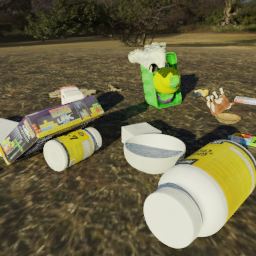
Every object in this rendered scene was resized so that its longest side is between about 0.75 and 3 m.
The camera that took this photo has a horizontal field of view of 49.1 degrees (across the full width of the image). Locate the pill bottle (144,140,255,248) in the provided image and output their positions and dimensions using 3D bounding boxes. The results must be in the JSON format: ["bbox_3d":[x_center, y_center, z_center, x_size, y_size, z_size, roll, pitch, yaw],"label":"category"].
[{"bbox_3d":[1.562,1.289,5.861,1.480,1.480,2.642,18,27,39],"label":"pill bottle"}]

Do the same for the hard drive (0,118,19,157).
[{"bbox_3d":[-4.775,0.212,10.246,2.981,0.398,1.966,11,23,28],"label":"hard drive"}]

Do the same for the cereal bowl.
[{"bbox_3d":[0.763,0.812,8.171,1.782,0.742,1.782,0,21,0],"label":"cereal bowl"}]

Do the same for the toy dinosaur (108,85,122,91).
[{"bbox_3d":[-0.956,-2.483,17.602,0.655,0.377,1.295,1,22,-46],"label":"toy dinosaur"}]

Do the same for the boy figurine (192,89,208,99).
[{"bbox_3d":[4.169,-1.990,16.063,1.165,0.375,0.724,-16,36,-39],"label":"boy figurine"}]

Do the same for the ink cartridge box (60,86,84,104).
[{"bbox_3d":[-2.384,-0.985,12.106,0.760,1.306,1.793,-10,23,-20],"label":"ink cartridge box"}]

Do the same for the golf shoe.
[{"bbox_3d":[0.676,-2.529,10.581,0.809,1.004,2.066,-13,8,-27],"label":"golf shoe"}]

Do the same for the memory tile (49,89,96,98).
[{"bbox_3d":[-3.225,-2.025,16.447,2.366,0.199,1.814,7,22,17],"label":"memory tile"}]

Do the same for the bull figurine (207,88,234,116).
[{"bbox_3d":[4.334,-1.205,13.188,0.599,1.116,1.838,-27,5,44],"label":"bull figurine"}]

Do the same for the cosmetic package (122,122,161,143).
[{"bbox_3d":[0.454,0.316,9.646,1.004,0.619,1.007,-11,23,-26],"label":"cosmetic package"}]

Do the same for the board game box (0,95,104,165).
[{"bbox_3d":[-2.341,0.028,8.680,2.164,0.742,2.618,-34,-5,40],"label":"board game box"}]

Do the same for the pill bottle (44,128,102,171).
[{"bbox_3d":[-1.624,0.582,8.516,0.939,0.939,1.644,14,25,33],"label":"pill bottle"}]

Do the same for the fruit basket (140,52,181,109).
[{"bbox_3d":[1.904,-2.365,13.794,2.063,2.861,2.861,-15,25,-34],"label":"fruit basket"}]

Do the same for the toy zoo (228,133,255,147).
[{"bbox_3d":[4.185,0.401,10.144,1.092,0.112,0.716,14,25,31],"label":"toy zoo"}]

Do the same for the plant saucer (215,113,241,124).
[{"bbox_3d":[4.319,-0.396,12.147,1.050,0.186,1.050,0,21,0],"label":"plant saucer"}]

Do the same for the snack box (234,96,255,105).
[{"bbox_3d":[6.597,-1.415,14.793,1.778,0.216,0.639,11,23,26],"label":"snack box"}]
